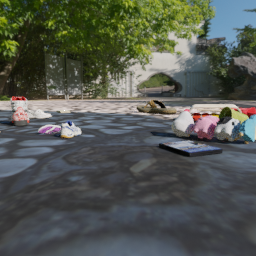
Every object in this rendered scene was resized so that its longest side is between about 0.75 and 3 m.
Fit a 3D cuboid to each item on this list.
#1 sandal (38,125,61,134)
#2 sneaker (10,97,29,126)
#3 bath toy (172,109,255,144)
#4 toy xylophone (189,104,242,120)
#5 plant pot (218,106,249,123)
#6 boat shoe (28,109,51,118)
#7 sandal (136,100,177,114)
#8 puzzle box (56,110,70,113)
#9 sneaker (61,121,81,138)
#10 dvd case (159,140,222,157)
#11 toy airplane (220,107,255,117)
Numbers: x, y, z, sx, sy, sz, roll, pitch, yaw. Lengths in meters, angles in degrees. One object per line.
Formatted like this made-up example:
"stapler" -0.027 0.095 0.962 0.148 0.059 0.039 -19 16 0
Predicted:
"sandal" -2.253 0.064 8.191 0.788 0.321 0.194 -8 51 -52
"sneaker" -4.158 -0.684 10.784 0.652 1.046 1.952 -3 8 -22
"bath toy" 2.143 -0.080 7.150 2.092 0.773 0.910 6 -25 37
"toy xylophone" 3.608 -0.618 11.782 2.454 0.617 1.797 3 12 22
"plant pot" 3.348 -0.225 8.808 0.718 0.781 0.781 11 5 -13
"boat shoe" -4.232 -0.683 13.305 1.232 0.427 0.436 2 7 12
"sandal" 1.703 -1.289 16.669 1.182 0.795 2.943 -5 9 -37
"puzzle box" -3.993 -1.021 17.283 0.611 0.117 0.919 -5 8 -30
"sneaker" -1.554 0.006 7.773 0.371 0.435 0.986 0 6 9
"dvd case" 1.264 0.416 5.827 0.801 0.098 1.122 -4 9 -24
"toy airplane" 5.551 -0.754 13.491 2.840 0.522 2.840 1 8 0
